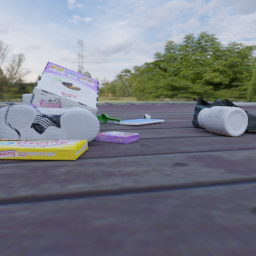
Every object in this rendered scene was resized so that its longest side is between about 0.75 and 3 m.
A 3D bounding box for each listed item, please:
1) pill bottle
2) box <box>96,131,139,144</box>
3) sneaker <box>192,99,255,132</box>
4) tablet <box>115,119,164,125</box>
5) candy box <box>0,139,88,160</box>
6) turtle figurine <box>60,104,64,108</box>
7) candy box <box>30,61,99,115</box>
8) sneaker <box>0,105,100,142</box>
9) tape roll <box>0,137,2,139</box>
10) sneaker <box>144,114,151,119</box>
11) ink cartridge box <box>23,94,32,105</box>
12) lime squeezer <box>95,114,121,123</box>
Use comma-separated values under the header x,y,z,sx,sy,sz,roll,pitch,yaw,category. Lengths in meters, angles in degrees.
x,y,z,sx,sy,sz,roll,pitch,yaw,category
3.095,-0.262,9.392,0.923,0.923,1.614,-2,7,-20,pill bottle
-0.293,0.262,8.019,1.034,0.202,0.708,4,8,31,box
3.662,-0.475,10.306,2.922,1.158,1.102,8,9,42,sneaker
0.544,-0.272,12.697,1.353,0.142,2.079,5,7,40,tablet
-2.066,0.451,6.134,2.175,0.287,1.112,0,9,3,candy box
-2.249,-0.253,9.126,0.903,0.607,1.206,-20,54,-35,turtle figurine
-2.384,-1.356,11.021,2.304,0.983,2.747,20,28,-15,candy box
-2.115,-0.082,7.723,2.795,1.050,1.606,2,4,1,sneaker
-3.922,0.021,9.110,2.347,0.429,2.347,1,7,0,tape roll
1.032,-0.574,14.603,0.335,0.288,0.790,-2,5,1,sneaker
-3.724,-0.872,12.667,1.846,1.335,1.341,-2,8,-13,ink cartridge box
-1.407,-0.368,12.709,2.350,0.443,0.830,2,26,11,lime squeezer
